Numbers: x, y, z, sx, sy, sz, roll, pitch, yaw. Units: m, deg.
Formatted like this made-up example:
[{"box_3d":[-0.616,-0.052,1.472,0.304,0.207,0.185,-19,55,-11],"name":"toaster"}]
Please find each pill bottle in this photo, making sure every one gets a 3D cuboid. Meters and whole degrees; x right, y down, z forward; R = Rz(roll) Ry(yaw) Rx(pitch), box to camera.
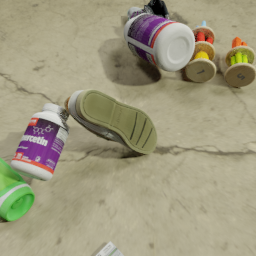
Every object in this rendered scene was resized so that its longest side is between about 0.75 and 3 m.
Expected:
[{"box_3d":[0.892,-2.932,9.310,1.466,1.466,2.608,-24,39,-18],"name":"pill bottle"},{"box_3d":[-1.960,0.310,6.512,0.948,0.948,1.686,12,68,10],"name":"pill bottle"}]

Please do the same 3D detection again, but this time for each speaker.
[{"box_3d":[-3.257,1.247,6.731,2.177,0.963,0.963,32,59,22],"name":"speaker"}]

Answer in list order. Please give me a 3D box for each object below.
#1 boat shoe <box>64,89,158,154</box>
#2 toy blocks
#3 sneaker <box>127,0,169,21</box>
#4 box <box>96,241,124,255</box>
[{"box_3d":[-0.334,-0.158,7.078,0.951,2.779,1.039,5,68,47],"name":"boat shoe"},{"box_3d":[3.225,-2.761,9.799,2.272,0.990,2.725,8,53,7],"name":"toy blocks"},{"box_3d":[0.824,-4.526,10.686,0.967,1.740,2.487,-29,58,-21],"name":"sneaker"},{"box_3d":[-0.327,2.916,5.920,0.787,0.162,0.614,38,61,26],"name":"box"}]
